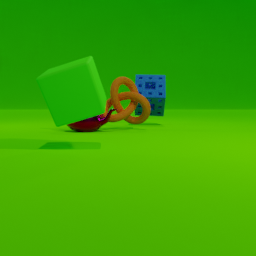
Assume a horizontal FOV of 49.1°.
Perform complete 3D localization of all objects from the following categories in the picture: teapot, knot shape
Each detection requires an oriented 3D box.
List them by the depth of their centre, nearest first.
[{"bbox_3d":[-1.044,-0.356,7.101,1.637,0.802,1.018,9,17,18],"label":"teapot"},{"bbox_3d":[-0.086,-0.770,7.704,1.392,1.303,0.643,-1,-8,0],"label":"knot shape"}]

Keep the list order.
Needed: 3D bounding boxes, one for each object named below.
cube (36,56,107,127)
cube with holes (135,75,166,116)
[{"bbox_3d":[-0.761,-0.543,4.012,0.716,0.716,0.716,-17,21,4],"label":"cube"},{"bbox_3d":[0.766,-1.133,9.816,1.022,1.022,1.022,2,-34,4],"label":"cube with holes"}]
